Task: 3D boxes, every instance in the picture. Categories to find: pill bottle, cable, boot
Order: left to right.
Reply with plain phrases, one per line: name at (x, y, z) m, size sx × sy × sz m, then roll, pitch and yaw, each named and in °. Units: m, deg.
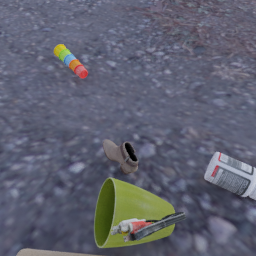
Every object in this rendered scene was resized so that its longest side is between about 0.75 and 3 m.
boot at (-0.163, 0.602, 7.064) m, size 0.433 × 0.901 × 1.233 m, roll -28°, pitch 71°, yaw -31°
cable at (0.428, 1.476, 4.453) m, size 1.367 × 0.664 × 0.344 m, roll -11°, pitch 73°, yaw -29°
pill bottle at (2.600, 1.173, 6.714) m, size 1.328 × 0.756 × 0.756 m, roll 25°, pitch 48°, yaw 12°

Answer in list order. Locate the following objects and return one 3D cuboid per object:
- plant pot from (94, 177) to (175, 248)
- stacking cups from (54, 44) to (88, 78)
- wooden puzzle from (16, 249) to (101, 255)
plant pot at (0.179, 1.769, 5.660) m, size 1.412 × 1.321 × 1.321 m, roll 13°, pitch 41°, yaw -18°
stacking cups at (-2.112, -2.480, 10.387) m, size 0.528 × 0.528 × 1.744 m, roll -28°, pitch 56°, yaw -26°
wooden puzzle at (-0.954, 3.285, 4.487) m, size 2.354 × 0.588 × 2.542 m, roll 6°, pitch 37°, yaw -1°
